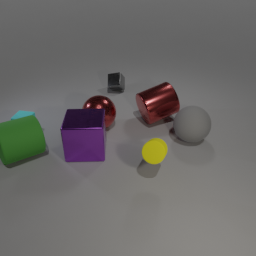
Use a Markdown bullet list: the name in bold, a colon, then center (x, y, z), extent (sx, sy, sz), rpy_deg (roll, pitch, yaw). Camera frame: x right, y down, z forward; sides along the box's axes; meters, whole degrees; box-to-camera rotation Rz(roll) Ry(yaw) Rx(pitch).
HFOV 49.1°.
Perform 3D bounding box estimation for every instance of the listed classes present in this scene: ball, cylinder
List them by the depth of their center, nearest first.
- **cylinder**: center (0.813, 0.683, 8.440), extent (0.700, 0.700, 0.700), rpy_deg (8, 6, 13)
- **cylinder**: center (-3.772, 0.390, 9.670), extent (1.400, 1.400, 1.400), rpy_deg (-19, 37, -31)
- **ball**: center (2.414, -0.143, 10.550), extent (1.400, 1.400, 1.400), rpy_deg (0, 32, 0)
- **ball**: center (-1.172, -0.630, 11.370), extent (1.400, 1.400, 1.400), rpy_deg (0, 32, 0)
- **cylinder**: center (1.229, -1.040, 11.746), extent (1.400, 1.400, 1.400), rpy_deg (-24, 37, -10)

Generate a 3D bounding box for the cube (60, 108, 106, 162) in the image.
- **cube**: center (-1.518, 0.237, 9.982), extent (1.400, 1.400, 1.400), rpy_deg (-1, 32, -2)

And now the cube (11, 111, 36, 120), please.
- **cube**: center (-4.212, -0.223, 11.386), extent (0.700, 0.700, 0.700), rpy_deg (6, 32, 9)

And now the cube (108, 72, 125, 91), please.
- **cube**: center (-0.597, -2.375, 14.419), extent (0.700, 0.700, 0.700), rpy_deg (-5, -14, 18)
